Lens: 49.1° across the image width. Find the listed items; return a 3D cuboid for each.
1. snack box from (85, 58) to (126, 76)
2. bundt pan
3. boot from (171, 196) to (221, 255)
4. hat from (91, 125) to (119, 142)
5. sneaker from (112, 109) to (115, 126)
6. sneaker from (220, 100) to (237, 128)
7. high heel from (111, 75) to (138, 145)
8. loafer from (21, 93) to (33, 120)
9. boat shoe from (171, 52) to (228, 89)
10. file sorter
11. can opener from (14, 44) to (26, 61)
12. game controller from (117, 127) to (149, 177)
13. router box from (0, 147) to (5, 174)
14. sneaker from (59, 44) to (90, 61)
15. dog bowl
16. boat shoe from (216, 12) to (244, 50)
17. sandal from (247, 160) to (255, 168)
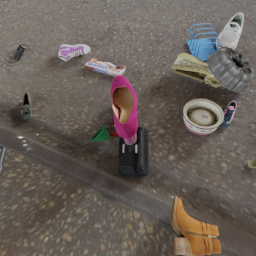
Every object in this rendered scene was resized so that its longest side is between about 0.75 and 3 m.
[{"bbox_3d":[-0.987,-2.667,12.279,1.673,0.203,0.601,17,53,13],"label":"snack box"},{"bbox_3d":[4.181,-2.427,11.176,2.056,0.772,2.056,18,51,-23],"label":"bundt pan"},{"bbox_3d":[1.853,2.685,7.740,1.253,0.619,1.614,0,51,0],"label":"boot"},{"bbox_3d":[-0.743,0.396,9.815,0.775,0.881,0.729,43,21,-15],"label":"hat"},{"bbox_3d":[-0.219,-0.628,10.528,0.665,0.572,1.571,11,50,-17],"label":"sneaker"},{"bbox_3d":[3.727,-0.545,10.396,0.426,0.498,1.214,21,54,16],"label":"sneaker"},{"bbox_3d":[-0.144,-0.932,9.494,0.971,1.384,2.879,-15,61,1],"label":"high heel"},{"bbox_3d":[-3.901,-0.838,10.708,0.429,0.376,1.195,-9,52,-7],"label":"loafer"},{"bbox_3d":[3.090,-2.193,11.512,2.725,0.999,0.854,31,82,29],"label":"boat shoe"},{"bbox_3d":[3.479,-3.897,12.772,1.111,0.982,1.601,-5,52,-3],"label":"file sorter"},{"bbox_3d":[-4.965,-3.464,12.901,0.338,0.419,1.066,26,47,-30],"label":"can opener"},{"bbox_3d":[0.191,0.755,9.463,1.033,0.417,1.980,-4,51,8],"label":"game controller"},{"bbox_3d":[-4.941,1.728,8.028,2.137,0.732,2.865,10,49,-18],"label":"router box"},{"bbox_3d":[-2.445,-3.346,12.692,1.423,0.516,0.811,1,57,10],"label":"sneaker"},{"bbox_3d":[2.699,-0.374,10.239,1.463,0.539,1.463,0,51,0],"label":"dog bowl"},{"bbox_3d":[4.901,-4.631,13.401,0.990,0.899,2.692,18,54,14],"label":"boat shoe"},{"bbox_3d":[4.314,1.137,9.224,0.804,0.230,0.319,-3,51,-3],"label":"sandal"}]
